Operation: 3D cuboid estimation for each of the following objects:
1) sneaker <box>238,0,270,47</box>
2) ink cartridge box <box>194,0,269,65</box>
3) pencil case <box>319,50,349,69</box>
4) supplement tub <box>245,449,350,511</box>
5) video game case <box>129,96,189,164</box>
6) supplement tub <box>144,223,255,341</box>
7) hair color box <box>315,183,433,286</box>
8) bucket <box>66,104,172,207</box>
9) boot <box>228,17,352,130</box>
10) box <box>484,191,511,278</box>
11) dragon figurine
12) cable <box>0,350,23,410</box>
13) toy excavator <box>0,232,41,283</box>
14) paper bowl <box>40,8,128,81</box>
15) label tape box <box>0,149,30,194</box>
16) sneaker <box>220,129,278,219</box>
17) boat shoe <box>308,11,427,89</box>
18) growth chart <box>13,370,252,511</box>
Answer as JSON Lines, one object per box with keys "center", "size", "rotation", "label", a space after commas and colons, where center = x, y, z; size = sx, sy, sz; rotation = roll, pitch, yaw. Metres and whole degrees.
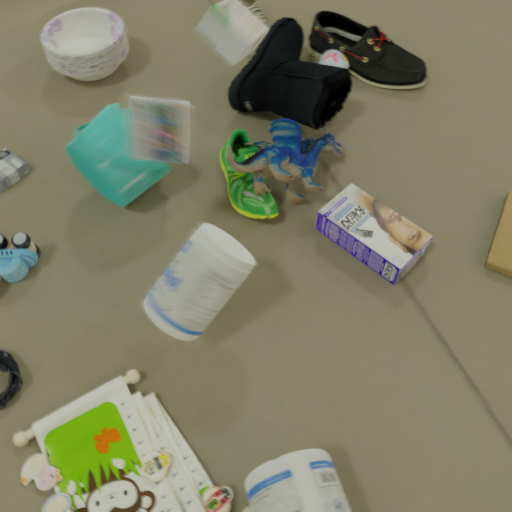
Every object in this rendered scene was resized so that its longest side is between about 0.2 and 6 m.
{"center": [-0.184, -5.648, 13.079], "size": [0.614, 0.822, 1.830], "rotation": [-29, 60, -19], "label": "sneaker"}
{"center": [-0.374, -3.726, 9.225], "size": [0.841, 0.487, 1.161], "rotation": [41, 35, -8], "label": "ink cartridge box"}
{"center": [1.516, -3.725, 11.872], "size": [0.644, 0.590, 1.420], "rotation": [28, 56, -7], "label": "pencil case"}
{"center": [0.623, 3.295, 6.576], "size": [1.139, 1.139, 1.727], "rotation": [-14, 56, -9], "label": "supplement tub"}
{"center": [-1.352, -1.755, 7.859], "size": [0.813, 0.894, 0.106], "rotation": [6, 31, 1], "label": "video game case"}
{"center": [-0.818, 0.383, 7.961], "size": [0.972, 0.972, 1.473], "rotation": [44, 103, 26], "label": "supplement tub"}
{"center": [1.975, -0.401, 9.543], "size": [1.735, 0.562, 0.948], "rotation": [38, 62, 22], "label": "hair color box"}
{"center": [-2.435, -1.735, 9.849], "size": [1.655, 1.655, 1.077], "rotation": [34, 69, 22], "label": "bucket"}
{"center": [0.972, -3.716, 11.375], "size": [2.234, 1.016, 2.659], "rotation": [20, 63, 28], "label": "boot"}
{"center": [5.203, -0.115, 9.534], "size": [2.217, 0.236, 1.812], "rotation": [21, 57, 15], "label": "box"}
{"center": [0.387, -1.800, 9.779], "size": [2.913, 0.857, 1.448], "rotation": [8, 64, -39], "label": "dragon figurine"}
{"center": [-3.966, 1.809, 8.179], "size": [1.180, 0.300, 0.962], "rotation": [-2, 50, 2], "label": "cable"}
{"center": [-4.174, 0.276, 9.108], "size": [1.149, 0.590, 1.181], "rotation": [-5, 64, -2], "label": "toy excavator"}
{"center": [-3.683, -4.526, 12.221], "size": [1.777, 0.924, 1.777], "rotation": [0, 55, 0], "label": "paper bowl"}
{"center": [-4.831, -1.549, 10.512], "size": [0.633, 0.292, 0.883], "rotation": [33, 59, 21], "label": "label tape box"}
{"center": [-0.169, -1.483, 10.079], "size": [0.752, 0.849, 2.031], "rotation": [-10, 55, -23], "label": "sneaker"}
{"center": [2.428, -4.499, 12.260], "size": [2.848, 0.892, 1.042], "rotation": [30, 60, 18], "label": "boat shoe"}
{"center": [-1.725, 2.958, 7.360], "size": [2.163, 0.265, 2.989], "rotation": [-35, 61, -21], "label": "growth chart"}
